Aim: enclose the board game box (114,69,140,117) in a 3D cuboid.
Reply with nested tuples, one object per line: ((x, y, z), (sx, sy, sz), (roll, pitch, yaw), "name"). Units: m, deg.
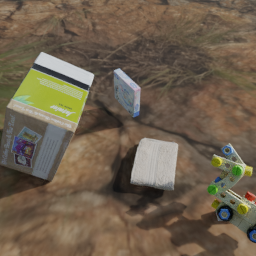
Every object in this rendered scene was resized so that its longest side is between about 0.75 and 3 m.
((-0.038, -0.982, 7.873), (0.221, 1.014, 1.019), (-27, 55, -21), "board game box")

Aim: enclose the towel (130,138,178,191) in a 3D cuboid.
((0.688, 0.832, 6.917), (1.031, 0.268, 1.556), (8, 40, 7), "towel")

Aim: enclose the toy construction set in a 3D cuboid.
((2.367, 1.342, 5.323), (2.051, 1.345, 0.945), (37, 13, 39), "toy construction set")

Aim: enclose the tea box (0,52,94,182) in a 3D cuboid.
((-1.912, -0.227, 6.572), (1.375, 2.058, 2.025), (22, 45, -12), "tea box")

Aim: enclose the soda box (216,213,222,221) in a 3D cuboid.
((2.324, 1.808, 6.008), (0.801, 0.273, 0.255), (-2, 50, -1), "soda box")
